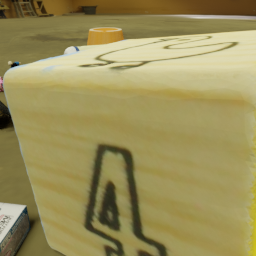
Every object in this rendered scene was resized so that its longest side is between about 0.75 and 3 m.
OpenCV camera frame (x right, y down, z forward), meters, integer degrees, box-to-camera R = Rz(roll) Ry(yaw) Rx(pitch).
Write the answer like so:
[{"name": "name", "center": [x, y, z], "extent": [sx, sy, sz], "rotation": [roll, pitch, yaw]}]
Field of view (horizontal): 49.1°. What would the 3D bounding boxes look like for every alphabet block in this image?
[{"name": "alphabet block", "center": [0.568, 0.298, 3.990], "extent": [2.956, 2.902, 2.887], "rotation": [8, 28, 34]}]

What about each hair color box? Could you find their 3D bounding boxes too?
[{"name": "hair color box", "center": [-2.615, 1.612, 4.365], "extent": [1.852, 0.560, 0.926], "rotation": [4, 26, 8]}]

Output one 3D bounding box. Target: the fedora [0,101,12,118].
[{"name": "fedora", "center": [-4.510, -0.731, 7.993], "extent": [2.581, 2.581, 1.179], "rotation": [28, 70, 43]}]

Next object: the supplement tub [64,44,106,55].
[{"name": "supplement tub", "center": [-0.877, -2.096, 10.352], "extent": [2.661, 1.929, 1.929], "rotation": [-10, 28, -20]}]

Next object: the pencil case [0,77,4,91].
[{"name": "pencil case", "center": [-5.648, -1.707, 11.069], "extent": [1.459, 0.604, 0.631], "rotation": [-4, 22, -10]}]

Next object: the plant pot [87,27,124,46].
[{"name": "plant pot", "center": [-0.980, -3.417, 12.822], "extent": [2.311, 2.116, 2.311], "rotation": [0, 26, 0]}]

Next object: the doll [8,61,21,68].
[{"name": "doll", "center": [-5.075, -2.700, 12.778], "extent": [0.230, 0.949, 0.647], "rotation": [27, 79, 37]}]
